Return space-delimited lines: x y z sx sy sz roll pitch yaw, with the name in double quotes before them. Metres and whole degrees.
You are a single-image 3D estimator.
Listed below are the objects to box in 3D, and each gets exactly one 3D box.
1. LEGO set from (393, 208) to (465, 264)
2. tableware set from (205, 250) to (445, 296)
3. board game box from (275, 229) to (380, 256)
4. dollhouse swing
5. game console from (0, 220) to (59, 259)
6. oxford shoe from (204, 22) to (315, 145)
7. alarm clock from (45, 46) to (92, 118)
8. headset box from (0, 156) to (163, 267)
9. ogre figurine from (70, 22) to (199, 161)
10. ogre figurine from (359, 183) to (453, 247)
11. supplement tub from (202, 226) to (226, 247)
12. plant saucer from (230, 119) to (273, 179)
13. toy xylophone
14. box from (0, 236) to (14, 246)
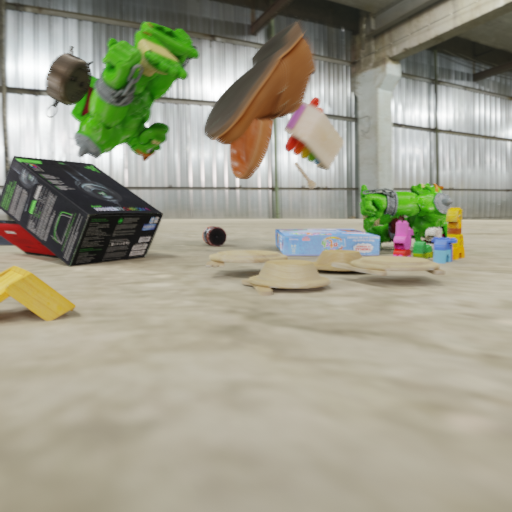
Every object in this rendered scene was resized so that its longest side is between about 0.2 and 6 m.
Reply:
"LEGO set" 3.535 -0.433 10.915 0.947 1.019 2.482 4 6 34
"tableware set" 0.864 0.165 7.958 3.101 0.360 2.591 -1 5 -16
"board game box" 1.527 -0.345 12.930 2.020 0.489 2.671 0 5 -1
"dollhouse swing" -2.235 0.502 5.174 0.722 0.699 0.795 45 -21 -28
"game console" -4.320 -0.565 11.593 1.798 1.067 1.549 4 -33 44
"oxford shoe" 0.243 -2.620 9.028 1.112 1.111 3.118 -13 33 44
"alarm clock" -3.858 -3.437 11.394 0.483 1.452 0.979 32 1 10
"headset box" -3.370 -0.916 10.693 2.330 1.081 2.028 34 20 23
"ogre figurine" -2.757 -3.738 12.669 2.232 2.728 4.550 26 29 -26
"ogre figurine" 3.395 -0.814 12.750 1.894 1.550 3.159 -3 -33 13
"supplement tub" -1.138 -0.527 14.885 0.531 0.531 0.993 -1 5 -16
"plant saucer" -0.092 -2.750 11.897 0.365 2.261 2.261 6 3 -18
"toy xylophone" 1.131 -2.196 11.181 0.466 1.357 1.853 30 -9 31
"box" -7.028 -0.626 15.395 1.214 0.632 1.105 0 5 0
